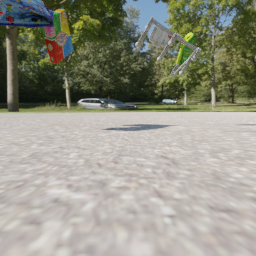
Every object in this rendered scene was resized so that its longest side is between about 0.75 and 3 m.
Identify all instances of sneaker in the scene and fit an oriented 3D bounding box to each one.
[{"bbox_3d":[2.282,-2.912,10.557,0.651,0.577,1.558,15,-33,4],"label":"sneaker"}]

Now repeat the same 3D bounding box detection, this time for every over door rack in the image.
[{"bbox_3d":[0.957,-2.050,7.767,1.529,0.690,2.070,33,-6,-5],"label":"over door rack"}]

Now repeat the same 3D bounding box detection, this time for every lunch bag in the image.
[{"bbox_3d":[-3.307,-3.827,8.772,2.009,0.945,1.513,-3,44,-35],"label":"lunch bag"}]

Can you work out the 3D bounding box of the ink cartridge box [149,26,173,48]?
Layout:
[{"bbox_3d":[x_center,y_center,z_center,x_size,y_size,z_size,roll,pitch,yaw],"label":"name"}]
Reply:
[{"bbox_3d":[1.224,-3.328,10.280,0.763,0.560,0.316,24,6,3],"label":"ink cartridge box"}]

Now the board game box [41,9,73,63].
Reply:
[{"bbox_3d":[-2.551,-3.333,10.187,0.316,1.565,1.197,11,43,19],"label":"board game box"}]
